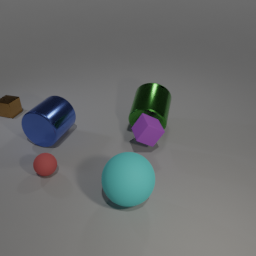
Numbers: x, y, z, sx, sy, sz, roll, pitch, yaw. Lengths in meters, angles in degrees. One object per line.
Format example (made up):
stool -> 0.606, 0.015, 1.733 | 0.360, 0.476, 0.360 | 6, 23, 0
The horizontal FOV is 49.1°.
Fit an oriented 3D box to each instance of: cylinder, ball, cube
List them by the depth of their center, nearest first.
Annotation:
ball -> 0.008, 1.327, 7.308 | 1.400, 1.400, 1.400 | 0, 32, 0
ball -> -2.505, 1.102, 8.482 | 0.700, 0.700, 0.700 | 0, 32, 0
cube -> 0.651, 0.068, 9.236 | 0.700, 0.700, 0.700 | 21, 29, -30
cylinder -> -2.813, -0.260, 10.061 | 1.400, 1.400, 1.400 | 10, 33, 16
cylinder -> 0.839, -0.719, 10.471 | 1.400, 1.400, 1.400 | 7, 53, 12
cube -> -5.000, -0.906, 11.789 | 0.700, 0.700, 0.700 | 9, 33, 17
